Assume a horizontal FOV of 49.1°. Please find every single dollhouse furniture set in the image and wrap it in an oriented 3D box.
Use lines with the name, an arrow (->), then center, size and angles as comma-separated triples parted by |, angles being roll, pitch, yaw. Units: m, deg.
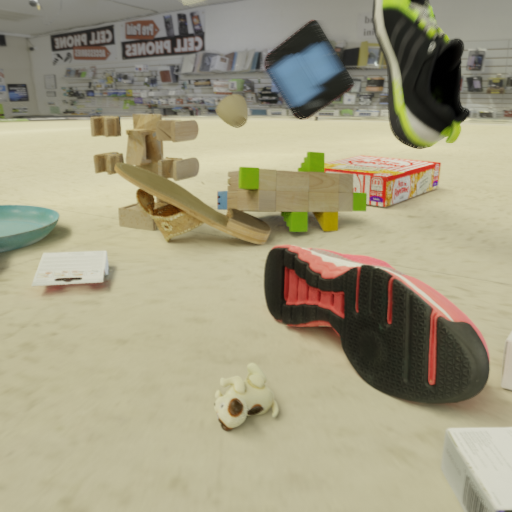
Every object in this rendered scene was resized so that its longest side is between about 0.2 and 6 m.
dollhouse furniture set -> -1.864, -1.606, 10.375 | 1.835, 1.997, 1.300 | 8, 18, 25

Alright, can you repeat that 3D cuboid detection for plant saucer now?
plant saucer -> -4.624, -0.430, 9.360 | 2.575, 0.353, 2.575 | 0, 18, 0

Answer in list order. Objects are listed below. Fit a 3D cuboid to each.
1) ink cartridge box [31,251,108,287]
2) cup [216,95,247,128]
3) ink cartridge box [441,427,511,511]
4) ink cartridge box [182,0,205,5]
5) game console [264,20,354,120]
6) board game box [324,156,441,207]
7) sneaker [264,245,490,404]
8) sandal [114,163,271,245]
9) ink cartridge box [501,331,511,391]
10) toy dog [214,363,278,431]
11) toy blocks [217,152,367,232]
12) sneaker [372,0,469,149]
ink cartridge box -> -2.431, 0.243, 7.438 | 0.883, 0.273, 1.089 | -3, 25, -11
cup -> -0.460, -3.068, 12.128 | 0.679, 0.679, 0.486 | -11, 62, -32
ink cartridge box -> 1.949, 1.397, 3.412 | 1.399, 0.352, 0.762 | 1, 17, -2
ink cartridge box -> -0.617, -4.701, 9.206 | 1.451, 0.753, 0.430 | -4, 35, 21
game console -> 1.091, -3.934, 12.025 | 1.457, 1.647, 0.256 | -30, 5, 31
board game box -> 2.749, -1.836, 13.339 | 2.235, 0.683, 2.950 | 13, 21, 36
sneaker -> 1.228, 0.412, 5.452 | 1.231, 1.046, 2.839 | -6, 19, -29
sandal -> -1.167, -0.560, 9.127 | 2.707, 0.890, 0.993 | 22, 19, -5
ink cartridge box -> 2.724, 0.851, 4.938 | 0.828, 0.485, 1.146 | 11, 19, 33
toy dog -> -0.119, 1.151, 4.345 | 0.484, 0.348, 0.499 | 47, 35, 18
toy blocks -> 0.390, -1.162, 10.303 | 2.721, 1.359, 1.860 | -3, 6, -33
sneaker -> 2.570, -3.006, 8.206 | 1.043, 2.909, 1.205 | -5, -6, -29
